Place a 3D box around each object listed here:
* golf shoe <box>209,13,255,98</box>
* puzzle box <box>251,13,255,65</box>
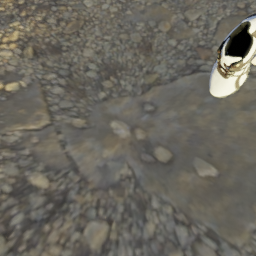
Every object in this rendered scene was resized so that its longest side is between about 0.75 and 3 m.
[{"bbox_3d":[1.059,-0.716,2.894,0.521,1.102,0.428,-19,60,-30],"label":"golf shoe"},{"bbox_3d":[2.916,-1.154,4.796,1.919,0.244,1.277,24,48,-8],"label":"puzzle box"}]
